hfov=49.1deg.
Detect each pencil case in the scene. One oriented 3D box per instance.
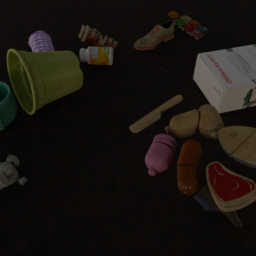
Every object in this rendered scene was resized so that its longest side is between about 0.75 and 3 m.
[{"bbox_3d":[-3.228,-2.796,10.637,0.931,0.914,2.177,-30,49,8],"label":"pencil case"}]

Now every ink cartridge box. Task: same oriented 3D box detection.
[{"bbox_3d":[3.867,-1.741,9.484,2.717,1.146,1.985,-12,50,-10],"label":"ink cartridge box"}]

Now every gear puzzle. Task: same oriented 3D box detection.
[{"bbox_3d":[2.635,-4.705,12.419,1.970,0.258,1.020,41,60,17],"label":"gear puzzle"}]

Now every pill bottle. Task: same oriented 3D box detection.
[{"bbox_3d":[-1.206,-2.766,10.705,1.204,0.669,0.669,3,49,3],"label":"pill bottle"}]

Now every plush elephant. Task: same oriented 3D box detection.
[{"bbox_3d":[-3.196,1.135,7.220,1.032,0.799,0.850,7,49,6],"label":"plush elephant"}]

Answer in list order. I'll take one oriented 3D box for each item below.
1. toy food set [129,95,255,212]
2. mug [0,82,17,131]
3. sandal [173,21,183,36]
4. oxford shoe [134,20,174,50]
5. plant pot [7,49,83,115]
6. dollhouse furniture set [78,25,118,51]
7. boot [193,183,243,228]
[{"bbox_3d":[1.083,0.386,4.253,1.588,0.393,2.498,-33,39,-8],"label":"toy food set"},{"bbox_3d":[-4.148,-0.495,8.413,1.410,1.061,1.716,2,45,2],"label":"mug"},{"bbox_3d":[2.099,-4.383,12.436,0.367,0.234,0.977,-14,63,-14],"label":"sandal"},{"bbox_3d":[1.073,-3.873,11.581,2.112,0.790,0.744,-35,57,-26],"label":"oxford shoe"},{"bbox_3d":[-2.585,-1.688,9.094,1.892,2.058,2.058,-22,52,-32],"label":"plant pot"},{"bbox_3d":[-1.344,-3.497,11.138,1.380,0.711,1.365,11,27,-39],"label":"dollhouse furniture set"},{"bbox_3d":[2.165,1.979,6.822,0.616,0.475,1.270,-32,55,-2],"label":"boot"}]
